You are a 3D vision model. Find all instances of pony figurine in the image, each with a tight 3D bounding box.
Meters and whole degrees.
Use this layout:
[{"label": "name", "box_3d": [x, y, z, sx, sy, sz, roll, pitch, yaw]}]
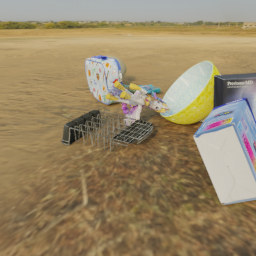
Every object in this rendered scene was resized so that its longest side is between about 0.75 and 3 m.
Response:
[{"label": "pony figurine", "box_3d": [0.210, -0.738, 7.737, 1.561, 1.300, 1.507, 21, -9, -33]}]

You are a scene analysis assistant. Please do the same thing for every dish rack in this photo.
[{"label": "dish rack", "box_3d": [-0.482, 0.076, 7.398, 2.161, 0.589, 1.657, 13, 26, 24]}]

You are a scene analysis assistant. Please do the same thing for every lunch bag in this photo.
[{"label": "lunch bag", "box_3d": [-0.885, -1.877, 10.503, 0.820, 1.740, 2.171, -17, 24, -25]}]

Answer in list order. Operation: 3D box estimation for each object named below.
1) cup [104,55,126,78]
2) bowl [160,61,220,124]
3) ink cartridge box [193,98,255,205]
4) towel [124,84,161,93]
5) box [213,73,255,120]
[{"label": "cup", "box_3d": [-0.870, -2.419, 12.690, 1.420, 1.420, 1.015, 6, 56, 14]}, {"label": "bowl", "box_3d": [2.097, -0.852, 8.485, 1.147, 2.132, 2.132, 38, 14, -18]}, {"label": "ink cartridge box", "box_3d": [2.119, 0.293, 5.486, 0.788, 1.409, 2.065, -19, 9, 32]}, {"label": "towel", "box_3d": [0.316, -1.682, 11.846, 1.895, 0.206, 1.390, -1, 16, -12]}, {"label": "box", "box_3d": [2.955, -0.459, 6.703, 1.647, 1.633, 1.015, -3, 14, 4]}]
